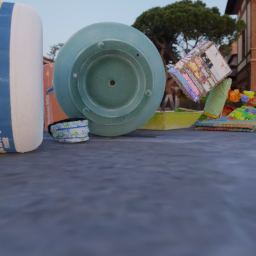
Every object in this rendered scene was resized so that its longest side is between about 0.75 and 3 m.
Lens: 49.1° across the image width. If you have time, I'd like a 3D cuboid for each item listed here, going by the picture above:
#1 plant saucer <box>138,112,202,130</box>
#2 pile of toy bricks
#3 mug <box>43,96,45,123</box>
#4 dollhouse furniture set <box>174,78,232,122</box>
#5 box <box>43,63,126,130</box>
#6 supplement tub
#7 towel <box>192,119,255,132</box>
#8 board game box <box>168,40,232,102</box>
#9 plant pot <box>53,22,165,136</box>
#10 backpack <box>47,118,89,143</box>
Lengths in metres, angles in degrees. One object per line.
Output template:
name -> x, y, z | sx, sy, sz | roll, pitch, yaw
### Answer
plant saucer -> 0.983, -0.266, 9.415 | 2.247, 0.538, 2.243 | 4, 5, 41
pile of toy bricks -> 4.682, -0.636, 11.400 | 1.376, 1.546, 2.787 | -33, 37, -26
mug -> -2.360, -0.947, 11.119 | 2.230, 1.678, 2.714 | 3, 4, 43
dollhouse furniture set -> 3.155, -1.269, 12.352 | 1.496, 1.952, 2.980 | 11, 6, -1
box -> -1.012, -0.916, 7.880 | 2.507, 1.909, 1.333 | -3, 2, 29
supplement tub -> -2.692, -0.696, 3.805 | 2.944, 2.129, 2.129 | 0, 4, -16
towel -> 3.272, -0.080, 9.007 | 1.773, 0.262, 2.418 | 2, 6, 31
board game box -> 2.768, -2.207, 10.852 | 1.825, 1.455, 0.884 | -40, 22, 5
plant pot -> -0.372, -0.996, 5.975 | 2.677, 2.677, 1.793 | 0, 11, -5
backpack -> -1.057, 0.037, 5.289 | 0.630, 0.594, 0.773 | -1, -18, -45
